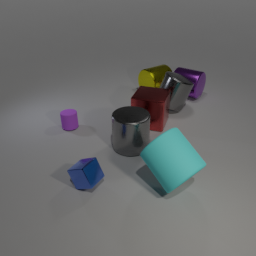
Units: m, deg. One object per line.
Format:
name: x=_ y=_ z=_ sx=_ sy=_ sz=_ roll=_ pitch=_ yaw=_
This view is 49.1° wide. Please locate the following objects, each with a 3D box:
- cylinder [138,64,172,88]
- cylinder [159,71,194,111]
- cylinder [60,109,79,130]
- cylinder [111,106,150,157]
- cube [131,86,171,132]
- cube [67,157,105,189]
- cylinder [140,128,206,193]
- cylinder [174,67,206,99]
cylinder: x=1.491 y=-2.566 z=14.930 sx=1.400 sy=1.400 sz=1.400 roll=-21 pitch=36 yaw=-31
cylinder: x=2.147 y=-1.725 z=13.110 sx=1.400 sy=1.400 sz=1.400 roll=18 pitch=25 yaw=-9
cylinder: x=-2.471 y=-0.356 z=11.812 sx=0.700 sy=0.700 sz=0.700 roll=-1 pitch=27 yaw=1
cylinder: x=0.107 y=0.101 z=10.371 sx=1.400 sy=1.400 sz=1.400 roll=0 pitch=30 yaw=0
cube: x=0.976 y=-0.853 z=12.004 sx=1.400 sy=1.400 sz=1.400 roll=9 pitch=32 yaw=15
cube: x=-1.289 y=1.396 z=8.630 sx=0.700 sy=0.700 sz=0.700 roll=-11 pitch=19 yaw=38
cylinder: x=1.312 y=0.943 z=8.244 sx=1.400 sy=1.400 sz=1.400 roll=-25 pitch=70 yaw=-35
cylinder: x=3.123 y=-2.346 z=14.545 sx=1.400 sy=1.400 sz=1.400 roll=19 pitch=35 yaw=29
